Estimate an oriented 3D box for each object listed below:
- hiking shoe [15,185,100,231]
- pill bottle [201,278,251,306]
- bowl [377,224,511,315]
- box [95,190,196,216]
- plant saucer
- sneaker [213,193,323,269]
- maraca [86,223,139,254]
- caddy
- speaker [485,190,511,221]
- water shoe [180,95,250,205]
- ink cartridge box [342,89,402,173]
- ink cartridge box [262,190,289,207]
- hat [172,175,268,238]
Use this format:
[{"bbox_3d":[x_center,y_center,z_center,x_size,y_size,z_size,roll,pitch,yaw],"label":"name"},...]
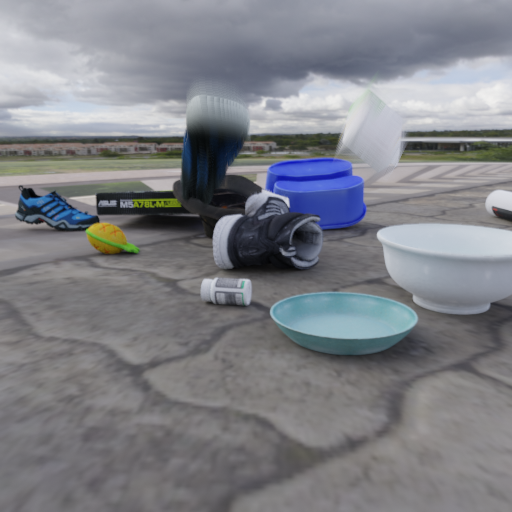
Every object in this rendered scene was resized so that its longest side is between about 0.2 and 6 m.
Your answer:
[{"bbox_3d":[-4.962,-1.163,14.023,2.089,0.906,0.777,9,12,-6],"label":"hiking shoe"},{"bbox_3d":[-0.429,0.510,8.047,0.673,0.380,0.380,3,13,11],"label":"pill bottle"},{"bbox_3d":[2.815,0.203,7.973,2.210,0.993,2.210,0,13,0],"label":"bowl"},{"bbox_3d":[-2.377,-1.455,15.105,2.790,0.686,2.889,-2,7,14],"label":"box"},{"bbox_3d":[1.044,0.825,6.795,1.753,0.315,1.753,-1,12,0],"label":"plant saucer"},{"bbox_3d":[0.503,-0.441,10.709,1.751,1.161,3.077,5,19,20],"label":"sneaker"},{"bbox_3d":[-2.908,-0.304,11.365,1.121,0.600,0.768,23,10,-9],"label":"maraca"},{"bbox_3d":[1.475,-1.469,14.521,2.832,1.487,2.002,-5,34,-8],"label":"caddy"},{"bbox_3d":[7.098,-1.325,15.328,0.787,0.787,1.937,-1,13,-5],"label":"speaker"},{"bbox_3d":[-0.843,-1.871,10.708,1.178,1.300,3.295,9,-12,-7],"label":"water shoe"},{"bbox_3d":[2.019,-2.091,9.711,0.899,0.517,1.535,35,44,-17],"label":"ink cartridge box"},{"bbox_3d":[0.413,-1.230,12.660,0.653,0.166,0.741,18,21,-6],"label":"ink cartridge box"},{"bbox_3d":[-0.715,-0.994,13.199,2.684,1.083,2.684,6,29,-3],"label":"hat"}]
